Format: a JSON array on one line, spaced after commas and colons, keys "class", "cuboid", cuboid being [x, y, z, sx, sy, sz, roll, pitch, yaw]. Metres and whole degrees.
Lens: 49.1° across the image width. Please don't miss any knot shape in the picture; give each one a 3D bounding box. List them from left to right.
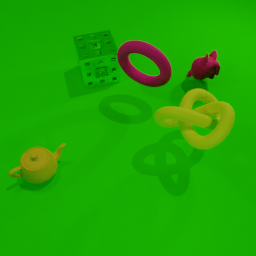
[{"class": "knot shape", "cuboid": [1.855, -0.348, 7.237, 2.026, 0.936, 1.896, 16, 35, 36]}]

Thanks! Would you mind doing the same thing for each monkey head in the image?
[{"class": "monkey head", "cuboid": [2.577, -2.159, 9.417, 0.896, 1.487, 1.070, 11, 74, -11]}]

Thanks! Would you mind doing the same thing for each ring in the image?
[{"class": "ring", "cuboid": [0.468, -1.844, 8.226, 1.748, 1.748, 0.350, 23, 67, 16]}]

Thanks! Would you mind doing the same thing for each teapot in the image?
[{"class": "teapot", "cuboid": [-2.380, 0.910, 7.503, 1.613, 0.790, 1.003, -27, 56, -22]}]

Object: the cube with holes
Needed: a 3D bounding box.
[{"class": "cube with holes", "cuboid": [-1.050, -2.334, 9.578, 1.271, 1.271, 1.271, -14, 55, -10]}]
